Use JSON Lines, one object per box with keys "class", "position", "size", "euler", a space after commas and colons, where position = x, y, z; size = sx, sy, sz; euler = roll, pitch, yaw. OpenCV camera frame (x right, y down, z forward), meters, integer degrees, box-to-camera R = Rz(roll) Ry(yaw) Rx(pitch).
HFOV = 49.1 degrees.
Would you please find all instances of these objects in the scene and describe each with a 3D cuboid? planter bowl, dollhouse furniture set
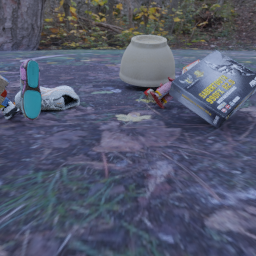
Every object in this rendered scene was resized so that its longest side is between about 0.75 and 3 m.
{"class": "planter bowl", "position": [0.952, -3.330, 13.319], "size": [2.755, 1.854, 2.755], "euler": [0, 32, 0]}
{"class": "dollhouse furniture set", "position": [1.176, -1.413, 10.392], "size": [0.909, 0.687, 1.689], "euler": [-38, 25, -2]}

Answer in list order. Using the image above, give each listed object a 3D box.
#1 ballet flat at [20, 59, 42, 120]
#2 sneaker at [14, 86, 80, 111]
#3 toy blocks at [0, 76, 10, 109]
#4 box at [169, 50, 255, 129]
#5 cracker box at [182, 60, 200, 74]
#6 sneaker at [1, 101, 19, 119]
{"class": "ballet flat", "position": [-2.986, -1.117, 8.425], "size": [0.667, 1.874, 0.648], "euler": [-10, -10, 41]}
{"class": "sneaker", "position": [-2.686, -0.964, 9.537], "size": [2.225, 0.842, 1.023], "euler": [-15, 30, -32]}
{"class": "toy blocks", "position": [-4.011, -0.898, 8.077], "size": [0.909, 1.820, 1.244], "euler": [36, -2, 20]}
{"class": "box", "position": [2.650, -1.248, 8.344], "size": [2.283, 0.552, 1.808], "euler": [-36, 64, -28]}
{"class": "cracker box", "position": [2.507, -1.979, 11.000], "size": [0.354, 1.229, 0.823], "euler": [31, -31, -29]}
{"class": "sneaker", "position": [-3.862, -0.663, 8.867], "size": [0.489, 0.530, 1.326], "euler": [-41, 34, -21]}
